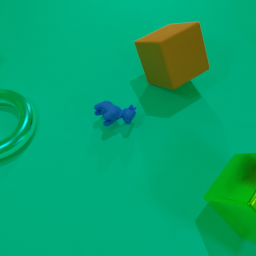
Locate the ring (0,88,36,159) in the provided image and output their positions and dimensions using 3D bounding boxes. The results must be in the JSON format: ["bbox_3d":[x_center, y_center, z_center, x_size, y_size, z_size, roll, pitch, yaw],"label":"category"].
[{"bbox_3d":[-3.303,-0.127,6.881,2.062,0.412,2.062,0,58,0],"label":"ring"}]

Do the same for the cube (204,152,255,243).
[{"bbox_3d":[2.470,1.303,5.227,1.231,1.231,1.231,47,70,-9],"label":"cube"}]

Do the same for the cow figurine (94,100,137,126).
[{"bbox_3d":[-0.284,-0.401,6.855,0.873,0.487,0.887,-30,58,-23],"label":"cow figurine"}]

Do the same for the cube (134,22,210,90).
[{"bbox_3d":[1.121,-1.867,7.187,1.228,1.228,1.228,-31,28,-17],"label":"cube"}]
